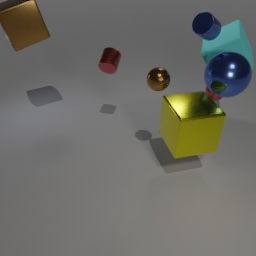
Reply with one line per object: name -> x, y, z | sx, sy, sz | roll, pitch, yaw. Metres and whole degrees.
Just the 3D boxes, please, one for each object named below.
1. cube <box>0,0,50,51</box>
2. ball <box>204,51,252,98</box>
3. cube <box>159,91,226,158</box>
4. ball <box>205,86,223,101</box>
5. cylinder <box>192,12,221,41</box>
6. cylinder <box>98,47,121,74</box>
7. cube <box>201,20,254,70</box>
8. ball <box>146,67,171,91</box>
cube -> -3.913, -3.908, 10.305 | 1.400, 1.400, 1.400 | -27, 41, -12
ball -> 3.079, -1.648, 8.677 | 1.400, 1.400, 1.400 | 0, 33, 0
cube -> 1.867, -0.130, 8.492 | 1.400, 1.400, 1.400 | -8, 37, -13
ball -> 3.103, -1.315, 9.956 | 0.700, 0.700, 0.700 | 0, 33, 0
cylinder -> 2.450, -3.151, 8.710 | 0.700, 0.700, 0.700 | 26, 14, 34
cylinder -> -0.666, -2.465, 10.279 | 0.700, 0.700, 0.700 | 10, 68, 15
cube -> 3.689, -2.829, 10.403 | 1.400, 1.400, 1.400 | -18, 36, 34
ball -> 0.892, -1.425, 8.202 | 0.700, 0.700, 0.700 | 0, 33, 0
